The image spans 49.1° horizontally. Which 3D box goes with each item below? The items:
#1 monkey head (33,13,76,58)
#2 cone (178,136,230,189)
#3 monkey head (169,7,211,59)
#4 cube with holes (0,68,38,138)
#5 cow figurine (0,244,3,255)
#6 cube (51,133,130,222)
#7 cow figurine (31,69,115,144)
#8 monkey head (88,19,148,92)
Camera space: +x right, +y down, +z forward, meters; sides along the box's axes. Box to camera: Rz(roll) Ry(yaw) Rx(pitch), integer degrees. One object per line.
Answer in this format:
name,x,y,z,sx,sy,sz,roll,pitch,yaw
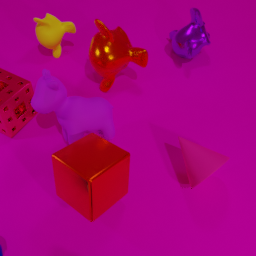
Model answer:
monkey head,-2.083,-2.716,8.030,1.025,1.425,0.859,9,61,18
cone,1.374,0.556,5.831,0.999,0.999,1.003,-33,74,-22
monkey head,1.742,-2.700,8.117,1.072,1.279,1.778,-23,36,4
cube with holes,-2.979,-0.623,6.761,1.028,1.028,1.028,24,53,16
cow figurine,-2.643,1.988,4.801,1.027,1.010,0.564,16,31,0
cube,-0.691,0.900,5.389,1.050,1.050,1.050,26,39,32
cow figurine,-1.125,-0.459,5.987,1.735,1.707,0.952,-13,20,-22
monkey head,-0.293,-1.843,7.183,1.417,1.970,1.187,30,49,32
